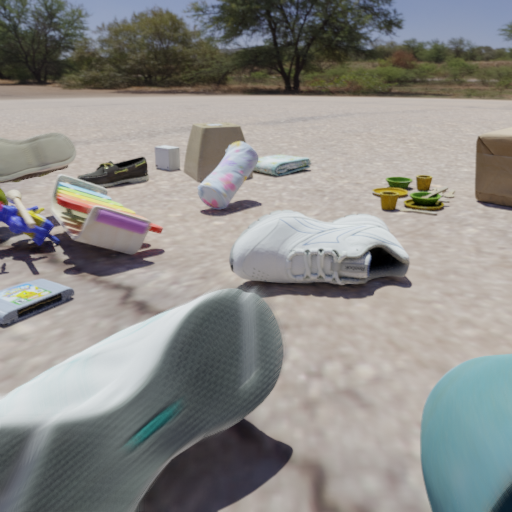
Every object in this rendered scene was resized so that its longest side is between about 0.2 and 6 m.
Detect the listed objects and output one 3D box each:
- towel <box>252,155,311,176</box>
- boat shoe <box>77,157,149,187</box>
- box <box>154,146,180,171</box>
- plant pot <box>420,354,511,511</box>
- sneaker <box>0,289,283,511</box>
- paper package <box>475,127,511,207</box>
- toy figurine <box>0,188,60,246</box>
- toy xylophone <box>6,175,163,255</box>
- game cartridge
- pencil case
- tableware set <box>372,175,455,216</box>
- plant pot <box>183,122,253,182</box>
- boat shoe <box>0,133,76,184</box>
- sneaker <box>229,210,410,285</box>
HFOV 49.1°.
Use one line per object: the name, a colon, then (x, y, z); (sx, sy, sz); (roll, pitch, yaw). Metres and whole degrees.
towel: (0.590, -2.454, 15.108); (1.469, 0.354, 1.258); (-17, 22, -39)
boat shoe: (-3.452, -2.006, 13.449); (1.884, 0.567, 0.671); (-18, 26, -41)
box: (-2.426, -2.677, 15.304); (0.606, 0.609, 0.398); (16, 25, 38)
plant pot: (1.498, 1.100, 3.214); (1.376, 1.376, 0.927); (-7, 27, -18)
sneaker: (-1.183, 1.240, 3.735); (3.117, 1.096, 1.249); (-28, 8, -41)
paper package: (6.420, -1.890, 11.716); (2.761, 1.498, 2.896); (18, 27, 41)
toy figurine: (-3.836, -0.408, 8.961); (1.313, 1.156, 2.191); (27, -5, -26)
toy xylophone: (-2.753, -0.710, 8.836); (1.898, 0.651, 2.593); (14, 10, -43)
game cartridge: (-2.823, 0.534, 6.802); (0.667, 0.203, 1.001); (8, 20, 32)
pencil case: (-0.558, -1.640, 11.340); (0.699, 0.641, 1.542); (36, 57, -8)
tableware set: (3.287, -1.412, 12.037); (1.716, 0.391, 2.547); (10, 22, 26)
plant pot: (-0.997, -2.711, 14.358); (1.480, 1.310, 1.478); (-7, 20, -20)
boat shoe: (-4.406, -1.679, 9.867); (0.718, 0.867, 2.413); (-19, 2, 43)
sneaker: (0.896, -0.052, 7.431); (2.531, 0.943, 1.102); (-7, 25, -19)
